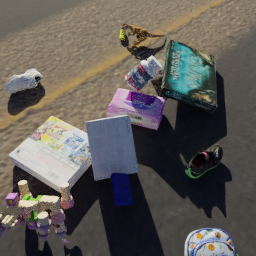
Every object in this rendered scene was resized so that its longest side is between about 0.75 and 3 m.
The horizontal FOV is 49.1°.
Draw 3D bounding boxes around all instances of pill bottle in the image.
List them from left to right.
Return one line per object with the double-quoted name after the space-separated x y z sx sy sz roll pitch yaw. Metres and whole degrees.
0.524 -1.814 9.273 1.149 0.687 0.687 -40 48 21 "pill bottle"

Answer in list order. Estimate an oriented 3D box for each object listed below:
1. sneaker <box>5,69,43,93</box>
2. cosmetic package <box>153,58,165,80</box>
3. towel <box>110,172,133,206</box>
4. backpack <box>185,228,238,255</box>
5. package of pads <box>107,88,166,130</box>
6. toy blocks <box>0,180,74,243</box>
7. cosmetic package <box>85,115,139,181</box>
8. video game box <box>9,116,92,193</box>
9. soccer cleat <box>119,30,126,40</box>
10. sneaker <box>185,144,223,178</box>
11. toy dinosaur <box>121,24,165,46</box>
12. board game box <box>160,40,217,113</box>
-3.802 -1.693 10.318 0.723 0.544 1.452 34 57 26 "sneaker"
1.331 -2.340 10.901 1.032 0.450 0.534 -27 64 -21 "cosmetic package"
-0.175 1.613 7.337 0.213 0.635 0.860 -26 62 33 "towel"
1.779 2.803 6.039 1.292 0.996 1.231 -4 61 -3 "backpack"
0.291 -0.665 9.335 1.791 0.678 1.079 13 50 11 "package of pads"
-2.150 2.190 6.522 1.452 1.308 1.554 2 24 9 "toy blocks"
-0.452 0.533 7.836 1.241 0.425 1.646 -9 93 -6 "cosmetic package"
-2.080 0.719 8.278 2.047 0.479 1.865 26 56 20 "video game box"
-0.254 -4.296 12.690 0.281 0.363 0.868 3 49 3 "soccer cleat"
2.262 0.896 8.035 1.438 0.602 0.552 -35 58 -26 "sneaker"
0.687 -4.149 12.320 2.051 0.620 1.089 17 65 -3 "toy dinosaur"
2.282 -1.988 10.293 1.976 0.411 2.921 19 50 -7 "board game box"
